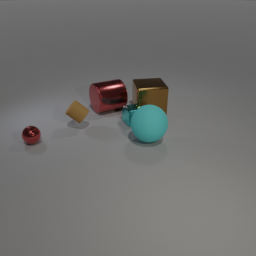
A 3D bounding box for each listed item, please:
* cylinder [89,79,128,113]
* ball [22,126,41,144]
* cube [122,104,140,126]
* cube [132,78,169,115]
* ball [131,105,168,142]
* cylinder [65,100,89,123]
[{"bbox_3d":[-0.937,-1.507,13.182,1.400,1.400,1.400,-14,32,-26],"label":"cylinder"},{"bbox_3d":[-3.676,0.261,10.658,0.700,0.700,0.700,0,28,0],"label":"ball"},{"bbox_3d":[0.194,-0.574,12.195,0.700,0.700,0.700,-14,30,-23],"label":"cube"},{"bbox_3d":[0.998,-1.431,13.057,1.400,1.400,1.400,-4,29,-8],"label":"cube"},{"bbox_3d":[0.796,-0.171,10.503,1.400,1.400,1.400,0,28,0],"label":"ball"},{"bbox_3d":[-2.082,-0.667,11.488,0.700,0.700,0.700,37,21,-20],"label":"cylinder"}]
